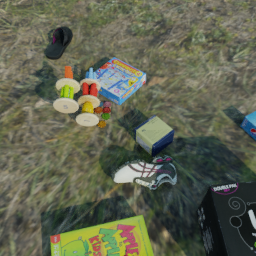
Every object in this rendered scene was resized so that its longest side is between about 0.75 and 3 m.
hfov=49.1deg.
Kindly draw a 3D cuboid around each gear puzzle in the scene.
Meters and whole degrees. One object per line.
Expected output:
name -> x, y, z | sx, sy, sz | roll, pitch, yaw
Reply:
gear puzzle -> -0.878, -0.487, 9.338 | 0.607, 0.154, 1.172 | 1, 52, 1

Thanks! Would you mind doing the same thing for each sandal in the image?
sandal -> -2.820, -3.677, 11.629 | 0.806, 0.513, 2.144 | 4, 52, 3

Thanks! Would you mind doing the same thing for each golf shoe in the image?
golf shoe -> 0.454, 1.279, 7.620 | 1.805, 0.697, 0.795 | -11, 57, -9

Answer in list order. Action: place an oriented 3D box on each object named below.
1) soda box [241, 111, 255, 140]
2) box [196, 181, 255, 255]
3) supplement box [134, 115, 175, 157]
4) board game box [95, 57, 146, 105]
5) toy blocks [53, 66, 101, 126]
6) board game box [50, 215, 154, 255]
soda box -> 4.246, 0.203, 8.577 | 0.524, 0.495, 1.544 | -25, 57, -19
box -> 3.121, 2.353, 6.142 | 2.631, 1.635, 1.954 | -4, 54, -2
supplement box -> 0.785, 0.228, 8.499 | 0.869, 0.583, 0.868 | -35, 59, -24
board game box -> -0.409, -1.733, 10.140 | 1.549, 0.433, 1.517 | 32, 59, 23
toy blocks -> -1.544, -1.292, 8.902 | 0.740, 1.698, 2.037 | -18, 56, 28
board game box -> -0.595, 2.855, 6.455 | 2.210, 0.526, 1.122 | -11, 52, -8
